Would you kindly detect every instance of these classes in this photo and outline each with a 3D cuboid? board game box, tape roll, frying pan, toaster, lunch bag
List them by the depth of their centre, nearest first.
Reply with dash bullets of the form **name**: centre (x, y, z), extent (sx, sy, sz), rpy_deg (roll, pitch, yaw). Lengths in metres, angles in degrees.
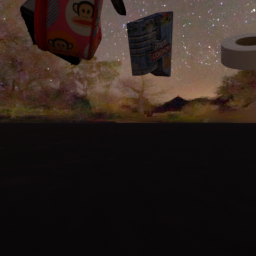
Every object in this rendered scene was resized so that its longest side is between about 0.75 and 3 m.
- **lunch bag**: centre (-0.932, -2.836, 5.367), extent (1.191, 2.560, 2.906), rpy_deg (9, 25, -8)
- **frying pan**: centre (-0.364, -3.494, 7.668), extent (0.226, 0.841, 1.390), rpy_deg (-28, 33, -3)
- **toaster**: centre (-1.910, -2.859, 8.127), extent (1.923, 1.141, 1.739), rpy_deg (28, -16, 4)
- **tape roll**: centre (3.577, -2.273, 8.197), extent (1.679, 0.587, 1.679), rpy_deg (-9, 32, 5)
- **board game box**: centre (0.970, -2.881, 10.455), extent (0.745, 2.413, 2.414), rpy_deg (9, 32, 31)
